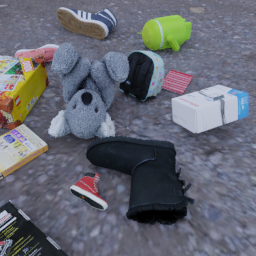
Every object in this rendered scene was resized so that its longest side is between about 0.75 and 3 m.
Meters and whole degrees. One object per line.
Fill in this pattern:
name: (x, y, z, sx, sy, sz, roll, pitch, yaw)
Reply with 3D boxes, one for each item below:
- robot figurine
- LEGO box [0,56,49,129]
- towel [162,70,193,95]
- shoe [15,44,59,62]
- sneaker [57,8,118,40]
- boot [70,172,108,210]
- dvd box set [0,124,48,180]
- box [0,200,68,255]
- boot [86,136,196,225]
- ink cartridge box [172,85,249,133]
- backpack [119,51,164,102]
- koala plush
robot figurine: (1.562, -4.009, 11.807, 2.179, 1.261, 1.912, -16, 44, -17)
LEGO box: (-3.957, -1.219, 8.900, 1.921, 0.995, 2.579, 6, 42, 7)
towel: (1.734, -1.653, 10.036, 0.887, 0.138, 1.227, 20, 48, 18)
shoe: (-3.462, -2.665, 10.793, 1.910, 0.682, 0.869, -7, 44, 0)
sneaker: (-1.857, -5.144, 13.215, 2.850, 0.999, 1.546, 26, 53, 17)
boot: (-0.736, 1.409, 6.495, 1.025, 0.371, 0.740, 23, 46, 28)
dvd box set: (-3.157, 0.635, 7.422, 1.219, 0.245, 1.667, 32, 51, 30)
box: (-2.469, 2.749, 4.819, 2.021, 0.625, 2.532, 27, 49, 29)
boot: (0.179, 1.172, 6.394, 2.419, 0.895, 1.982, 2, 43, -3)
ink cartridge box: (2.220, -0.560, 7.679, 1.668, 0.716, 1.222, -16, 25, -18)
backpack: (0.525, -1.771, 9.149, 1.308, 1.488, 1.141, 32, 37, 33)
koala plush: (-1.148, -0.717, 7.993, 2.122, 2.199, 2.393, 5, 62, -12)
